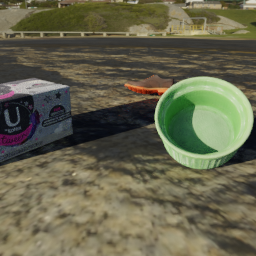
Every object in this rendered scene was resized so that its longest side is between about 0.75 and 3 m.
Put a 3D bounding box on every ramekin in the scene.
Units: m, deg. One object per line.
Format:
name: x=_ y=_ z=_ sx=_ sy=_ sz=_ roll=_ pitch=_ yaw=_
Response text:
ramekin: x=1.677 y=-0.062 z=6.403 sx=2.044 sy=0.998 sz=2.044 roll=-5 pitch=61 yaw=9

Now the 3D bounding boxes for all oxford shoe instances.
oxford shoe: x=0.907 y=-1.816 z=11.627 sx=2.045 sy=0.742 sz=0.728 roll=7 pitch=-6 yaw=2

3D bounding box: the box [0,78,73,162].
box: x=-3.043 y=-0.333 z=7.473 sx=1.765 sy=1.532 sz=2.671 roll=17 pitch=28 yaw=35
